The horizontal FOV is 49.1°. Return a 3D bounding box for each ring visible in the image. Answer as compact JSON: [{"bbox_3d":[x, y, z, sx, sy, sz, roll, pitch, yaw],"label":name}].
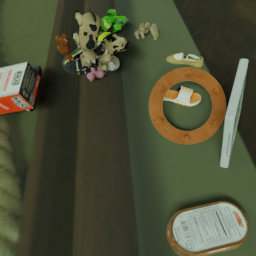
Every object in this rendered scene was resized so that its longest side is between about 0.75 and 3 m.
[{"bbox_3d":[1.988,-0.736,9.291,2.587,0.248,2.587,0,92,1],"label":"ring"}]

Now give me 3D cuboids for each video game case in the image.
[{"bbox_3d":[3.373,-0.448,8.929,0.290,2.401,2.634,11,53,23],"label":"video game case"}]

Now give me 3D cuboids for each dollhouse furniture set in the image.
[{"bbox_3d":[0.917,-4.526,13.322,0.934,0.621,0.819,3,49,31],"label":"dollhouse furniture set"}]

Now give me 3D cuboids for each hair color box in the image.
[{"bbox_3d":[-4.735,-1.270,9.946,2.948,0.903,1.496,-8,57,16],"label":"hair color box"}]

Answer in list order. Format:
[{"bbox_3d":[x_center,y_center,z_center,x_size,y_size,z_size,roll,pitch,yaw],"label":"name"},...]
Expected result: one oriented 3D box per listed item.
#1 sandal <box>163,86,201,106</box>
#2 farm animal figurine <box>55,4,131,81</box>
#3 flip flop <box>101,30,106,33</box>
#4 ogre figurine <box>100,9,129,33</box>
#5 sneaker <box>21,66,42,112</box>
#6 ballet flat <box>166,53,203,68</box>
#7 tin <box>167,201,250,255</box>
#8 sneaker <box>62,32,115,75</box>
[{"bbox_3d":[1.903,-1.314,10.756,1.838,0.527,0.704,9,53,7],"label":"sandal"},{"bbox_3d":[-1.126,-2.771,10.265,2.162,2.678,1.346,-46,51,13],"label":"farm animal figurine"},{"bbox_3d":[-1.484,-4.552,13.379,0.997,0.287,0.404,-25,57,-18],"label":"flip flop"},{"bbox_3d":[-0.916,-4.931,13.180,2.101,1.031,1.260,-7,27,45],"label":"ogre figurine"},{"bbox_3d":[-3.938,-1.621,10.830,0.919,0.786,2.240,4,52,-1],"label":"sneaker"},{"bbox_3d":[2.466,-3.002,12.062,1.603,0.505,0.550,12,54,9],"label":"ballet flat"},{"bbox_3d":[2.209,2.774,7.720,2.281,0.478,1.277,-11,58,-8],"label":"tin"},{"bbox_3d":[-1.814,-3.291,12.059,1.206,1.100,2.978,23,48,25],"label":"sneaker"}]
